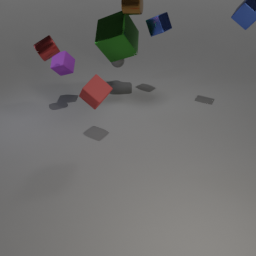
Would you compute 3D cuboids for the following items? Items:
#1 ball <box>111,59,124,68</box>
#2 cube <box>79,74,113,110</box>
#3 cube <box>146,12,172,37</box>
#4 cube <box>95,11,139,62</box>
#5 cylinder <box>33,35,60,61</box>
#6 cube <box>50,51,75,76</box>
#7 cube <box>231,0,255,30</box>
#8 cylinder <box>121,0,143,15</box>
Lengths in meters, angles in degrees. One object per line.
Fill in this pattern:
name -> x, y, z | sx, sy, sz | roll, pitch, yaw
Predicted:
ball -> -0.529, -3.437, 14.263 | 0.700, 0.700, 0.700 | 0, 31, 0
cube -> -1.043, -1.147, 8.994 | 0.700, 0.700, 0.700 | 41, 66, -5
cube -> 1.298, -4.346, 11.749 | 0.700, 0.700, 0.700 | -2, 27, 46
cube -> -0.454, -3.984, 12.286 | 1.400, 1.400, 1.400 | -10, 62, 26
cylinder -> -2.981, -2.932, 10.314 | 0.700, 0.700, 0.700 | -33, 36, -1
cube -> -2.762, -2.737, 11.907 | 0.700, 0.700, 0.700 | -7, 67, 26
cube -> 4.162, -4.011, 9.719 | 0.700, 0.700, 0.700 | 39, 58, -4
cylinder -> 0.170, -4.655, 10.594 | 0.700, 0.700, 0.700 | 5, 31, 14
